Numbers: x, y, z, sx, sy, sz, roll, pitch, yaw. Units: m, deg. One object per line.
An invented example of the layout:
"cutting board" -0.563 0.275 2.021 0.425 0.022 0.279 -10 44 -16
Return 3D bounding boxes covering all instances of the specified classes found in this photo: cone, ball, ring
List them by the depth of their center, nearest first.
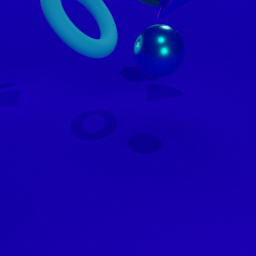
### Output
"ball" 0.530 -1.292 4.745 0.870 0.870 0.870 0 29 0
"ring" -0.863 -2.084 5.270 0.336 1.682 1.682 -28 10 37
"cone" 1.127 -3.270 6.827 1.475 1.481 1.475 33 1 0

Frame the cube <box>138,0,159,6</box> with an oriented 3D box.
"cube" 0.699 -4.701 8.712 1.329 1.329 1.329 10 17 -29
